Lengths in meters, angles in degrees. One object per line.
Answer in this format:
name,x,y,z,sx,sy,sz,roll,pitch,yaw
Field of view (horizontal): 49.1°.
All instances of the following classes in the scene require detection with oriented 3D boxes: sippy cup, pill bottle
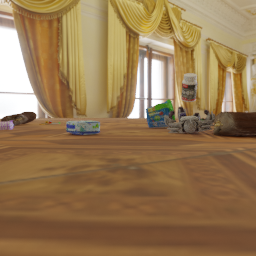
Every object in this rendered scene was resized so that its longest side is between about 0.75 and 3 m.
sippy cup,1.309,-0.508,11.547,1.101,1.503,1.180,-11,31,2
pill bottle,2.907,-1.916,13.284,0.703,1.234,0.703,-1,26,1

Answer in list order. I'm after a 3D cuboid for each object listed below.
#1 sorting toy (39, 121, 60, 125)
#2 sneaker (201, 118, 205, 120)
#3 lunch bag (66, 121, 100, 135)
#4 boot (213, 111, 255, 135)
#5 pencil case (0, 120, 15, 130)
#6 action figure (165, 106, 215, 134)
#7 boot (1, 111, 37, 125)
sorting toy,-4.361,-0.293,15.702,0.751,0.182,1.334,1,3,27
sneaker,4.278,-0.393,15.954,0.316,0.359,0.848,1,3,8
lunch bag,-1.262,-0.017,7.732,0.743,0.381,0.925,0,3,-37
boot,3.497,-0.196,7.853,2.756,0.885,2.568,-5,1,-4
pencil case,-4.525,-0.103,10.035,0.804,0.344,0.337,-1,5,2
action figure,1.869,-0.229,8.622,1.459,0.778,2.242,6,7,10
boot,-5.604,-0.528,14.991,2.042,0.704,2.191,-17,9,-33
